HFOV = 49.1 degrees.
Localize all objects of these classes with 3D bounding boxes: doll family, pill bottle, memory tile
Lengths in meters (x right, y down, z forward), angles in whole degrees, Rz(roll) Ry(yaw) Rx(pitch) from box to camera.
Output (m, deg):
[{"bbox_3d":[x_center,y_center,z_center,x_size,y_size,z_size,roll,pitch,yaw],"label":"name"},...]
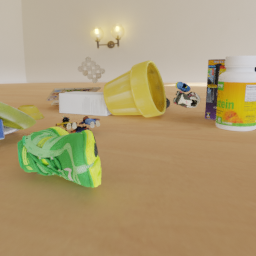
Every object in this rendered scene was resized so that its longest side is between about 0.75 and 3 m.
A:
[{"bbox_3d":[-1.605,-0.054,8.618,1.597,0.627,0.923,0,6,-27],"label":"doll family"},{"bbox_3d":[3.717,-1.186,9.448,1.334,2.402,1.334,0,12,0],"label":"pill bottle"},{"bbox_3d":[-1.573,-2.493,12.079,1.025,0.786,0.086,37,11,-16],"label":"memory tile"}]

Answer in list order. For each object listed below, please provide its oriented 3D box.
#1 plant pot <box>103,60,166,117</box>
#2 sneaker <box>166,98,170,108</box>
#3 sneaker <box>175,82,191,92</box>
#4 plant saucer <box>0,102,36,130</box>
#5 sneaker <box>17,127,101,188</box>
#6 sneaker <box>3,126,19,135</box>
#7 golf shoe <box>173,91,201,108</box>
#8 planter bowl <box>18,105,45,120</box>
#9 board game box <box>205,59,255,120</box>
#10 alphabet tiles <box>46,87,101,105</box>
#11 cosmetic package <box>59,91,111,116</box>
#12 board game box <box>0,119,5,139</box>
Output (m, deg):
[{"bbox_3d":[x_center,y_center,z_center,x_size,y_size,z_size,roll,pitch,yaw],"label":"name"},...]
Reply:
[{"bbox_3d":[0.244,-1.462,11.882,2.165,2.301,2.301,-13,6,24],"label":"plant pot"},{"bbox_3d":[1.195,-1.385,14.438,2.087,0.773,0.923,5,15,19],"label":"sneaker"},{"bbox_3d":[2.265,-1.587,11.052,0.376,0.316,0.960,18,5,42],"label":"sneaker"},{"bbox_3d":[-3.623,-0.399,7.653,2.164,0.336,2.164,17,-14,4],"label":"plant saucer"},{"bbox_3d":[-1.305,0.555,5.007,1.128,1.000,2.700,-15,11,-31],"label":"sneaker"},{"bbox_3d":[-4.046,-0.110,8.798,1.385,0.568,0.517,4,12,17],"label":"sneaker"},{"bbox_3d":[2.493,-1.018,11.050,0.774,0.678,1.757,31,23,35],"label":"golf shoe"},{"bbox_3d":[-4.129,-0.658,11.541,1.295,0.539,1.295,0,12,0],"label":"planter bowl"},{"bbox_3d":[4.421,-1.389,10.524,2.857,2.361,0.810,9,15,36],"label":"board game box"},{"bbox_3d":[-3.078,-1.661,14.925,2.397,0.108,2.867,-7,-8,-29],"label":"alphabet tiles"},{"bbox_3d":[-1.822,-1.168,12.955,2.419,0.981,1.365,3,12,21],"label":"cosmetic package"},{"bbox_3d":[-5.030,0.152,7.096,2.635,0.574,2.648,3,11,42],"label":"board game box"}]
